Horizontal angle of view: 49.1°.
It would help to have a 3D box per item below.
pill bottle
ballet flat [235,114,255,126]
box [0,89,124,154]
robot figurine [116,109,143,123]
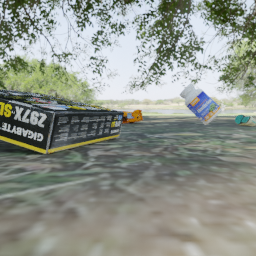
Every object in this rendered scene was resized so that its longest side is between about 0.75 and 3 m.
[{"bbox_3d":[1.469,-0.511,5.761,0.470,0.838,0.470,-43,-7,-7],"label":"pill bottle"},{"bbox_3d":[5.095,-0.272,12.116,0.474,0.513,1.521,28,7,-1],"label":"ballet flat"},{"bbox_3d":[-1.560,-0.239,5.288,2.156,0.666,2.700,16,8,18],"label":"box"},{"bbox_3d":[-0.535,-0.601,14.364,2.497,0.727,1.810,0,2,8],"label":"robot figurine"}]
